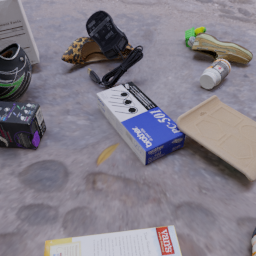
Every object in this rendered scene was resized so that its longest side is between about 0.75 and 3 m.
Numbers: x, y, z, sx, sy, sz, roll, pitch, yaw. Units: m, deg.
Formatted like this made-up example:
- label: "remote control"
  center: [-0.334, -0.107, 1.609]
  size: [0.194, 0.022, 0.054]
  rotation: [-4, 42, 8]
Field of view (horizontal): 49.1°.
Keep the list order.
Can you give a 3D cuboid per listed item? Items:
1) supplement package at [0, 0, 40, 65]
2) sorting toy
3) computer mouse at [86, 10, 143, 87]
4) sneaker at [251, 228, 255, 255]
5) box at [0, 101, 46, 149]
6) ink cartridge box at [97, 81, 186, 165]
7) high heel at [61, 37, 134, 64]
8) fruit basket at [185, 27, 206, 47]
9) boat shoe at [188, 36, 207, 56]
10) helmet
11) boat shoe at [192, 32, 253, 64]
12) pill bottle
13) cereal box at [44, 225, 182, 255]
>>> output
- label: "supplement package"
  center: [-4.286, -3.502, 10.178]
  size: [1.397, 2.333, 1.415]
  rotation: [-16, 35, -9]
- label: "sorting toy"
  center: [2.797, 0.189, 7.712]
  size: [2.407, 0.439, 2.228]
  rotation: [41, 47, 24]
- label: "computer mouse"
  center: [-0.824, -2.809, 10.285]
  size: [2.068, 0.678, 2.945]
  rotation: [-45, 65, 11]
- label: "sneaker"
  center: [3.661, 2.619, 4.963]
  size: [2.843, 1.115, 1.129]
  rotation: [17, 40, 32]
- label: "box"
  center: [-3.289, -0.095, 7.818]
  size: [1.654, 1.011, 0.877]
  rotation: [4, 43, 3]
- label: "ink cartridge box"
  center: [0.287, -0.276, 8.288]
  size: [1.327, 0.624, 2.822]
  rotation: [-23, 49, -21]
- label: "high heel"
  center: [-1.070, -2.891, 10.719]
  size: [1.896, 0.950, 2.659]
  rotation: [22, 39, 30]
- label: "fruit basket"
  center: [2.924, -3.953, 12.037]
  size: [0.974, 0.703, 0.974]
  rotation: [-11, 41, 10]
- label: "boat shoe"
  center: [2.990, -3.333, 11.622]
  size: [1.145, 0.382, 0.421]
  rotation: [44, 69, 8]
- label: "helmet"
  center: [-4.074, -1.651, 8.641]
  size: [2.059, 2.160, 2.160]
  rotation: [6, 34, -40]
- label: "boat shoe"
  center: [3.650, -2.900, 11.019]
  size: [2.330, 0.835, 0.887]
  rotation: [23, 80, 12]
- label: "pill bottle"
  center: [3.085, -1.908, 9.941]
  size: [0.699, 0.699, 1.201]
  rotation: [30, 52, 28]
- label: "cereal box"
  center: [-0.223, 2.883, 5.085]
  size: [2.627, 0.519, 1.890]
  rotation: [-4, 44, -4]
